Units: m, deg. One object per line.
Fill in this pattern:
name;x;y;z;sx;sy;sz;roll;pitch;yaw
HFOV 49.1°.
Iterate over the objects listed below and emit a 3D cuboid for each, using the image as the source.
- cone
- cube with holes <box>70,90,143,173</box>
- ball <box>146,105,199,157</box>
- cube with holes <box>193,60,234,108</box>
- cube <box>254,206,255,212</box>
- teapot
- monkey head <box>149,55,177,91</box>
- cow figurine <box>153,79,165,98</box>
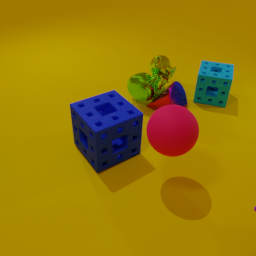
cone;1.068;-0.772;8.757;1.179;1.174;1.174;-7;31;36
cube with holes;-0.551;0.045;7.140;1.304;1.304;1.304;-22;44;-27
ball;0.941;0.057;5.945;1.101;1.101;1.101;0;40;0
cube with holes;2.807;-1.460;9.213;1.037;1.037;1.037;12;41;14
cube;2.982;1.552;4.890;0.936;0.936;0.936;-45;45;4
teapot;0.454;-1.346;8.962;0.969;1.558;0.763;44;58;-13
monkey head;0.992;-1.785;8.958;0.856;1.421;1.022;34;88;3
cow figurine;1.067;-1.560;9.566;1.045;0.583;1.062;-13;78;-30
